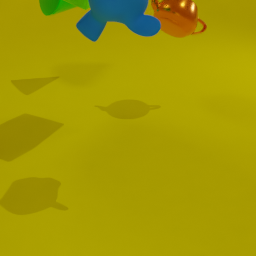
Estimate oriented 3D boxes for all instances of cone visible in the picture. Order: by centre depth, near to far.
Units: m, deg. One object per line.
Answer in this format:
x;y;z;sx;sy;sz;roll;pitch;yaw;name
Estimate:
-1.631;-3.750;7.998;1.327;1.322;1.322;-5;30;-43;cone

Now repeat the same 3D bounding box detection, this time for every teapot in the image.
1.145;-2.761;6.684;1.747;0.855;1.086;27;-1;-15;teapot

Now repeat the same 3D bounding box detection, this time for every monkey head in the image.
-0.287;-1.650;3.715;1.480;1.065;0.892;38;13;-14;monkey head

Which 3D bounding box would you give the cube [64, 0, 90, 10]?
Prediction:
-0.871;-3.134;5.087;1.230;1.230;1.230;29;50;14;cube
